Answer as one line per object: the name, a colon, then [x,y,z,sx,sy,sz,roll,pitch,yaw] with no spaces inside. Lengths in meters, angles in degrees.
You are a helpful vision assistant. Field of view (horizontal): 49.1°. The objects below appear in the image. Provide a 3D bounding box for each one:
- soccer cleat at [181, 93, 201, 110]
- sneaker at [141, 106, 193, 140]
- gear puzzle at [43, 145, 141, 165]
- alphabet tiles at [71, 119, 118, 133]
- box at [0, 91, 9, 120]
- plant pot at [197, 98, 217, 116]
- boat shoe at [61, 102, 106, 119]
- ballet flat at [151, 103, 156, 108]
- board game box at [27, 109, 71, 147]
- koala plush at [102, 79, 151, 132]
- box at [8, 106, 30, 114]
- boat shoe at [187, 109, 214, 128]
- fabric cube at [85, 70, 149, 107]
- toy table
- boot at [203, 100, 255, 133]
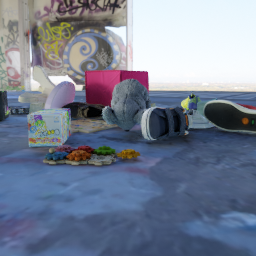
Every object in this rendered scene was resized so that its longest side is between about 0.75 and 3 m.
soccer cleat: [3.623,-1.490,15.916,0.790,1.022,2.443,-1,10,-3]
sneaker: [1.264,-0.194,8.498,0.985,0.973,2.481,-1,6,28]
gear puzzle: [-0.759,0.548,6.249,2.076,0.272,1.075,1,10,5]
alphabet tiles: [-1.712,-0.094,10.540,2.204,0.100,2.637,7,11,34]
box: [-6.427,-0.982,12.238,2.053,1.276,1.525,-4,10,-16]
plant pot: [3.830,-0.943,13.453,0.894,0.913,0.913,-4,7,27]
boat shoe: [-1.927,-0.783,12.444,2.106,0.784,0.772,-3,6,-8]
ballet flat: [0.816,-1.263,16.172,1.595,0.497,0.538,-1,10,-3]
board game box: [-2.209,-0.065,8.095,0.876,0.860,1.670,0,10,-3]
koala plush: [-0.030,-0.617,9.523,1.728,1.791,1.949,5,25,8]
box: [-5.723,-0.978,15.037,1.458,0.317,1.168,-7,12,-36]
boat shoe: [2.433,-0.359,10.347,2.019,0.674,0.742,-4,11,-24]
fabric cube: [-0.515,-1.742,13.829,2.280,2.236,2.272,8,12,36]
toy table: [-3.596,-1.434,12.671,1.547,2.429,2.642,17,12,5]
boot: [4.258,-0.423,10.041,2.750,0.996,1.984,17,17,35]
